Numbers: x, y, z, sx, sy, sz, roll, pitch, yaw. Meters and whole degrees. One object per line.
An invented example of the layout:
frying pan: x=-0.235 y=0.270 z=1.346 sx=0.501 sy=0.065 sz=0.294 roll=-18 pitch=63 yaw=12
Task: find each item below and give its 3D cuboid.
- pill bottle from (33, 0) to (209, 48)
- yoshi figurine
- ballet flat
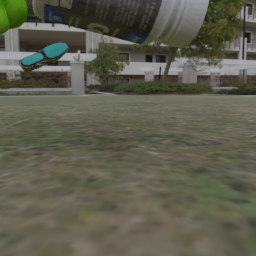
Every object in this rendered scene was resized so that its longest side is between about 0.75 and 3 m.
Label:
pill bottle: x=-0.120 y=-2.520 z=5.195 sx=2.931 sy=1.667 sz=1.667 roll=10 pitch=5 yaw=-15
yoshi figurine: x=-2.371 y=-2.736 z=4.823 sx=1.322 sy=2.362 sz=1.327 roll=-13 pitch=9 yaw=-38
ballet flat: x=-3.081 y=-2.584 z=10.388 sx=1.851 sy=0.628 sz=0.697 roll=-30 pitch=-13 yaw=-18
